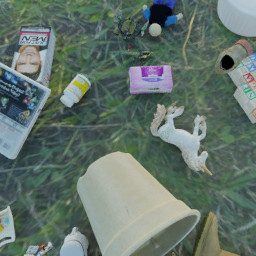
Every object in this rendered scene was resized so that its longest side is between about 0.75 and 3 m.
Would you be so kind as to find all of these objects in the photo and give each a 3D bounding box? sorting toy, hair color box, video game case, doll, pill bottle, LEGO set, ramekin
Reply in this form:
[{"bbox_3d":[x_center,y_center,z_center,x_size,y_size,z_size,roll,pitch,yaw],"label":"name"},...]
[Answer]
[{"bbox_3d":[-3.941,3.105,8.547,1.136,0.607,1.023,-23,77,-10],"label":"sorting toy"},{"bbox_3d":[-3.617,-2.692,10.763,1.235,0.756,2.495,2,69,0],"label":"hair color box"},{"bbox_3d":[-4.535,-0.792,9.777,2.964,0.346,2.695,28,91,11],"label":"video game case"},{"bbox_3d":[1.471,-4.894,11.744,1.704,0.605,2.498,20,69,5],"label":"doll"},{"bbox_3d":[-1.942,-1.344,10.278,0.646,0.646,1.145,31,71,12],"label":"pill bottle"},{"bbox_3d":[0.152,-3.745,11.393,1.504,0.656,2.316,-6,81,0],"label":"LEGO set"},{"bbox_3d":[5.078,-5.119,11.399,3.023,1.408,3.023,0,68,0],"label":"ramekin"},{"bbox_3d":[-2.294,3.221,7.008,0.225,0.917,0.685,24,84,38],"label":"LEGO set"}]

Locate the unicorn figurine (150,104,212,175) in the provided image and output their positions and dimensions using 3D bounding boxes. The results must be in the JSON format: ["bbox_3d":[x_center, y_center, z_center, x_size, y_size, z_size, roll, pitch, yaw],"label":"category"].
[{"bbox_3d":[1.963,0.318,9.537,2.643,0.976,1.815,23,79,24],"label":"unicorn figurine"}]

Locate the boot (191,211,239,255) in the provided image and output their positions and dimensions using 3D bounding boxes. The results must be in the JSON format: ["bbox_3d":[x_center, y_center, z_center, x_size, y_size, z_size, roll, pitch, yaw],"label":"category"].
[{"bbox_3d":[3.074,3.745,8.201,2.205,0.729,1.931,19,82,9],"label":"boot"}]

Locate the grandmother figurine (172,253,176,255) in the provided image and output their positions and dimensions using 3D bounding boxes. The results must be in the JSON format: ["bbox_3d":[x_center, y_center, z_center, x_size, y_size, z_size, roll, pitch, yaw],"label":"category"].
[{"bbox_3d":[0.962,4.345,8.102,1.448,0.438,0.878,-36,72,-10],"label":"grandmother figurine"}]

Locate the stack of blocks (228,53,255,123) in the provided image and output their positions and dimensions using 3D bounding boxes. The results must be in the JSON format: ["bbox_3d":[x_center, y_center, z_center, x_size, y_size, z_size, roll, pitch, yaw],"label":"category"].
[{"bbox_3d":[4.633,-1.485,10.312,1.326,0.674,2.303,-22,70,-9],"label":"stack of blocks"}]

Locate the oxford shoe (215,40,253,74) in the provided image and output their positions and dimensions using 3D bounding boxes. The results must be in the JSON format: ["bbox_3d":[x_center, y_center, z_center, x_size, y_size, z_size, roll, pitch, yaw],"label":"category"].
[{"bbox_3d":[2.632,-1.786,7.549,0.637,1.704,0.600,-37,83,-7],"label":"oxford shoe"}]

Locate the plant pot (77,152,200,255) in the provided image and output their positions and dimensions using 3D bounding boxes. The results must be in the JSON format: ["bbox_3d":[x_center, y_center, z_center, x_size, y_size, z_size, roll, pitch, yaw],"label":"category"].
[{"bbox_3d":[0.016,2.219,7.819,2.917,2.917,2.670,-31,57,-12],"label":"plant pot"}]

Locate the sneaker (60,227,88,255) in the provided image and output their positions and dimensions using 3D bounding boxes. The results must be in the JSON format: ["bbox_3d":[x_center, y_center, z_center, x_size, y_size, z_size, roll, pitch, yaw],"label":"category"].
[{"bbox_3d":[-1.437,3.949,8.074,0.776,1.187,2.065,-6,101,-2],"label":"sneaker"}]

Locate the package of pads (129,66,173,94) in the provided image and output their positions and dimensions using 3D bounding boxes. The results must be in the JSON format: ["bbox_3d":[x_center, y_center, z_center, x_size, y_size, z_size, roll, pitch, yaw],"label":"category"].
[{"bbox_3d":[0.834,-1.819,10.488,1.600,0.605,0.964,-3,69,-1],"label":"package of pads"}]
